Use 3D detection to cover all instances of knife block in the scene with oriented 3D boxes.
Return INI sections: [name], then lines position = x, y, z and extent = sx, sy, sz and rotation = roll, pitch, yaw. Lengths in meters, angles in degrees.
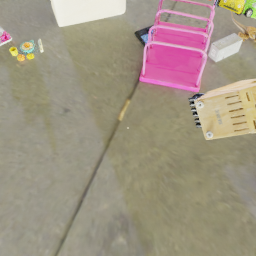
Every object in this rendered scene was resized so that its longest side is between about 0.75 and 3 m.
[knife block]
position = 2.112, -0.483, 5.064
extent = 2.238, 0.716, 1.965
rotation = -13, 10, 38

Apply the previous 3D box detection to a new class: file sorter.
[file sorter]
position = 1.737, -3.091, 9.460
extent = 2.039, 1.840, 2.935
rotation = 12, 61, 7

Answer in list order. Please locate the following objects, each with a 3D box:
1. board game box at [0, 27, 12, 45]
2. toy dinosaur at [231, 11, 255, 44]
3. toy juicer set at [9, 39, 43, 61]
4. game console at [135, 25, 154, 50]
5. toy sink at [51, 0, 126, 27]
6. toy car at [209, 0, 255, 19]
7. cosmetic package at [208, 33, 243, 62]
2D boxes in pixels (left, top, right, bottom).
[board game box]
position = -5.895, -3.590, 10.904
extent = 1.976, 0.256, 1.976
rotation = -37, 63, -23
[toy dinosaur]
position = 4.654, -3.778, 10.922
extent = 2.235, 0.675, 1.187
rotation = 37, 43, 13
[toy juicer set]
position = -3.663, -2.946, 10.409
extent = 1.277, 0.348, 0.813
rotation = -33, 62, -21
[game console]
position = 1.054, -3.516, 10.884
extent = 1.183, 0.208, 1.338
rotation = -22, 58, -14
[toy sink]
position = -1.719, -5.616, 11.305
extent = 2.895, 1.887, 1.622
rotation = -17, 57, -10
[toy car]
position = 2.024, -2.458, 5.355
extent = 1.714, 0.406, 1.822
rotation = 5, 34, -27
[cosmetic package]
position = 3.568, -2.948, 10.260
extent = 1.131, 0.604, 0.510
rotation = -26, 58, -14
